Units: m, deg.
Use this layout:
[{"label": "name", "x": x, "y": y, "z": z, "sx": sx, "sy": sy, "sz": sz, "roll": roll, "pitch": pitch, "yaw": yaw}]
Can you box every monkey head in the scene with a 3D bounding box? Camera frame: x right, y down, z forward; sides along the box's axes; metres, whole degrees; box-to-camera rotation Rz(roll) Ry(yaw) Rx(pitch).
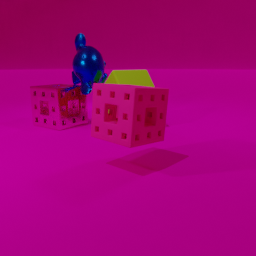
[{"label": "monkey head", "x": -1.398, "y": -1.869, "z": 8.893, "sx": 1.434, "sy": 1.994, "sz": 1.202, "roll": -13, "pitch": -11, "yaw": 22}]

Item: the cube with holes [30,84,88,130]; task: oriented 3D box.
[{"label": "cube with holes", "x": -2.190, "y": -0.727, "z": 9.009, "sx": 1.251, "sy": 1.251, "sz": 1.251, "roll": 9, "pitch": 16, "yaw": 34}]

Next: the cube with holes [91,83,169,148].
[{"label": "cube with holes", "x": 0.031, "y": -0.286, "z": 5.253, "sx": 1.001, "sy": 1.001, "sz": 1.001, "roll": 13, "pitch": 14, "yaw": 40}]

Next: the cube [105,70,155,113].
[{"label": "cube", "x": 0.024, "y": -0.918, "z": 8.712, "sx": 1.273, "sy": 1.273, "sz": 1.273, "roll": -9, "pitch": -24, "yaw": -33}]
